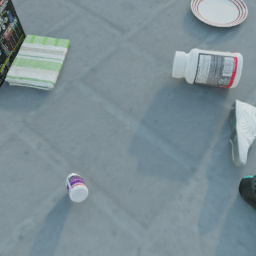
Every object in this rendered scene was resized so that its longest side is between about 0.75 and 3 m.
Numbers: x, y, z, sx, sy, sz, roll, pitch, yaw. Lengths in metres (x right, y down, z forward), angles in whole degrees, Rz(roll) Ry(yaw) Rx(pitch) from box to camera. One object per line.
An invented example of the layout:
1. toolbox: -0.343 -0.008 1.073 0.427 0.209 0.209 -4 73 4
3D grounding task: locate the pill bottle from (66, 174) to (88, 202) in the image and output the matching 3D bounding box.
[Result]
1. pill bottle: -1.284 1.446 6.921 0.445 0.445 0.791 -24 27 -13

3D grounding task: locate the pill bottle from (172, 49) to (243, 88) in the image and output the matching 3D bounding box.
1. pill bottle: 2.402 -1.872 8.681 1.953 1.081 1.081 8 60 5

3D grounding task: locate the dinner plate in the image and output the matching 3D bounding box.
1. dinner plate: 3.448 -4.523 10.684 2.131 0.258 2.131 0 61 1

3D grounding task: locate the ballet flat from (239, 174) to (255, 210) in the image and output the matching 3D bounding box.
1. ballet flat: 3.878 2.110 6.457 2.848 0.974 0.968 37 66 19

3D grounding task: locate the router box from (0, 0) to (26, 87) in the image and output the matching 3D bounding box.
1. router box: -4.292 -2.593 8.476 0.887 2.140 2.856 11 60 6

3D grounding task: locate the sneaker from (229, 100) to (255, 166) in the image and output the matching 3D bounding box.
1. sneaker: 3.281 0.122 7.755 0.827 0.726 2.064 13 60 4

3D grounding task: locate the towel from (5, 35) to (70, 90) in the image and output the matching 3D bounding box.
1. towel: -2.950 -2.226 9.384 1.616 0.332 2.166 9 58 3
